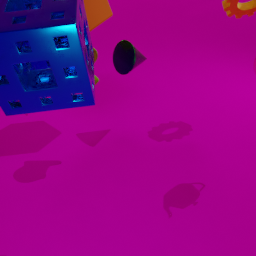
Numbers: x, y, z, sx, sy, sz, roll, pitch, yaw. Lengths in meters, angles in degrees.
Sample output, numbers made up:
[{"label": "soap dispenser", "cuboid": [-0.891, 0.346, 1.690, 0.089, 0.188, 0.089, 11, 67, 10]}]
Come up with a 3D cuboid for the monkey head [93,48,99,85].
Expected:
[{"label": "monkey head", "cuboid": [-1.111, -1.220, 6.249, 1.421, 1.023, 0.857, -38, 23, 17]}]

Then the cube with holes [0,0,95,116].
[{"label": "cube with holes", "cuboid": [-0.955, -0.897, 3.073, 1.016, 1.016, 1.016, -7, 51, 0]}]

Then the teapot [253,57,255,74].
[{"label": "teapot", "cuboid": [2.783, -1.275, 5.211, 0.665, 0.845, 1.359, 31, 15, 34]}]

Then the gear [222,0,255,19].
[{"label": "gear", "cuboid": [3.200, -3.436, 7.323, 1.367, 1.367, 0.253, -6, 72, -9]}]

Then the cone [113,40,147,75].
[{"label": "cone", "cuboid": [0.211, -1.933, 7.756, 0.912, 0.908, 0.908, -10, 31, -41]}]

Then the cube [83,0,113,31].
[{"label": "cube", "cuboid": [-1.415, -3.121, 7.096, 1.281, 1.281, 1.281, 4, 41, 38]}]
